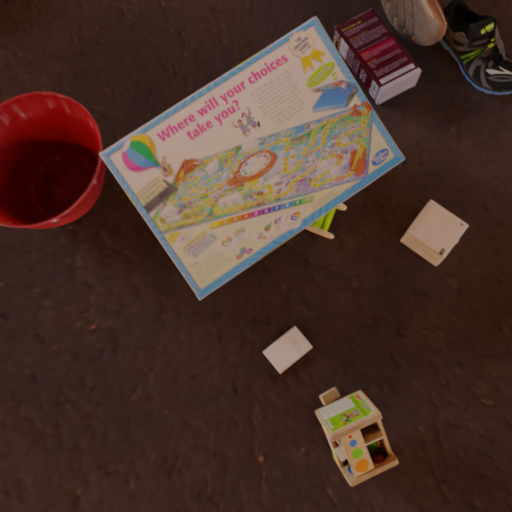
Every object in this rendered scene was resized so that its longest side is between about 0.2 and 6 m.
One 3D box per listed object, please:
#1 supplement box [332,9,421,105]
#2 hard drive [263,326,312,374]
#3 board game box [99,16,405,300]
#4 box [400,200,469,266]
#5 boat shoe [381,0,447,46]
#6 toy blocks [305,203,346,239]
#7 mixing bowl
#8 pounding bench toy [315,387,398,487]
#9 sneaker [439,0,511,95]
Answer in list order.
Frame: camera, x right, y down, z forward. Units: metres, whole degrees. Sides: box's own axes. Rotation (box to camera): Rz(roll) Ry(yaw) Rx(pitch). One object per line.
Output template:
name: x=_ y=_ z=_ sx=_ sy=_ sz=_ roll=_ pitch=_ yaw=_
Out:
supplement box: x=2.496 y=-4.190 z=11.766 sx=0.992 sy=0.555 sz=1.823 roll=-28 pitch=75 yaw=-8
hard drive: x=0.566 y=1.688 z=10.075 sx=0.751 sy=0.095 sz=0.496 roll=-37 pitch=76 yaw=-11
board game box: x=-0.015 y=-1.647 z=9.590 sx=4.291 sy=0.734 sz=2.885 roll=-34 pitch=96 yaw=-6
box: x=3.334 y=-0.424 z=10.522 sx=0.857 sy=0.560 sz=0.852 roll=38 pitch=76 yaw=11
boat shoe: x=3.255 y=-6.086 z=12.040 sx=1.237 sy=1.305 sz=3.445 roll=-22 pitch=75 yaw=-9
toy blocks: x=1.097 y=-1.383 z=10.529 sx=1.464 sy=0.638 sz=1.757 roll=21 pitch=92 yaw=5
mixing bowl: x=-3.833 y=-1.544 z=10.368 sx=2.587 sy=1.401 sz=2.587 roll=-2 pitch=76 yaw=7
pounding bench toy: x=1.584 y=2.926 z=9.320 sx=0.862 sy=1.387 sz=1.082 roll=-23 pitch=105 yaw=-6
sneaker: x=4.635 y=-4.311 z=11.565 sx=0.868 sy=1.014 sz=2.448 roll=-32 pitch=74 yaw=-8
